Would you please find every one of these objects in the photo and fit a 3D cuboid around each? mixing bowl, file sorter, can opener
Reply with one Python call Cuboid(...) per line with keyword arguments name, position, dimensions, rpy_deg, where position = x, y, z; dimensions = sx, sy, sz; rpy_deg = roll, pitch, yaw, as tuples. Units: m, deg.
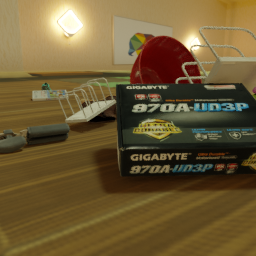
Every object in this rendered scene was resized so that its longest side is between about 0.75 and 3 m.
Cuboid(name="mixing bowl", position=(1.201, -1.762, 10.671), dimensions=(2.985, 2.985, 1.617), rpy_deg=(-10, -4, -33))
Cuboid(name="file sorter", position=(2.426, -1.323, 7.730), dimensions=(1.752, 2.525, 1.572), rpy_deg=(-5, 54, -18))
Cuboid(name="file sorter", position=(-1.271, -0.858, 8.585), dimensions=(0.976, 0.876, 1.407), rpy_deg=(-2, 26, 40))
Cuboid(name="can opener", position=(-2.248, 0.289, 6.744), dimensions=(1.786, 0.476, 0.597), rpy_deg=(-7, 49, -30))

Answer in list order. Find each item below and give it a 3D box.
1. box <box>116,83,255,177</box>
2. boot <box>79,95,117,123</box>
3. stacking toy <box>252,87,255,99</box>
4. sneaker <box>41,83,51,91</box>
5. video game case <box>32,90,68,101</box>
Cuboid(name="box", position=(1.223, -0.090, 5.540), dimensions=(2.905, 0.668, 2.309), rpy_deg=(-1, 36, -3))
Cuboid(name="boot", position=(-0.698, -0.589, 9.982), dimensions=(1.969, 0.712, 1.638), rpy_deg=(-3, 27, -24))
Cuboid(name="stacking toy", position=(3.288, -0.629, 6.560), dimensions=(1.248, 2.150, 1.180), rpy_deg=(0, 14, -1))
Cuboid(name="sneaker", position=(-4.527, -2.180, 15.671), dimensions=(0.622, 0.732, 1.604), rpy_deg=(-3, 14, -12))
Cuboid(name="video game case", position=(-4.019, -1.697, 14.463), dimensions=(1.731, 0.156, 1.239), rpy_deg=(-5, 26, -16))
